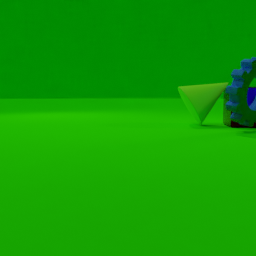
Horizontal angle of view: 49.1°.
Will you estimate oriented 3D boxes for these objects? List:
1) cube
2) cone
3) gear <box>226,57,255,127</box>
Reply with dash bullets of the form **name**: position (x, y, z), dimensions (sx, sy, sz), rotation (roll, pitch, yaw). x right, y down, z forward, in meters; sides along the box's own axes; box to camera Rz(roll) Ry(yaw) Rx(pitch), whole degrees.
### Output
- **cube**: position (3.605, -0.650, 8.500), dimensions (1.161, 1.161, 1.161), rotation (0, 7, 7)
- **cone**: position (2.498, -1.038, 8.680), dimensions (1.378, 1.373, 1.373), rotation (-31, 4, 5)
- **gear**: position (3.135, -0.901, 7.059), dimensions (1.682, 1.682, 0.311), rotation (-4, 15, -33)
